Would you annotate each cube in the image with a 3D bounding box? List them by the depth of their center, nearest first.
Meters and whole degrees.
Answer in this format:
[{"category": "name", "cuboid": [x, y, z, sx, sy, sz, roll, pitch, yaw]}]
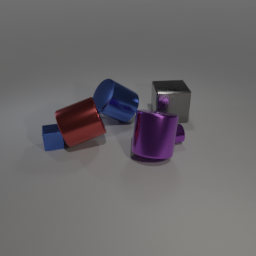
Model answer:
[{"category": "cube", "cuboid": [-2.700, 0.324, 10.126, 0.700, 0.700, 0.700, -8, 31, -13]}, {"category": "cube", "cuboid": [1.785, -1.144, 11.959, 1.400, 1.400, 1.400, -3, 29, -3]}]

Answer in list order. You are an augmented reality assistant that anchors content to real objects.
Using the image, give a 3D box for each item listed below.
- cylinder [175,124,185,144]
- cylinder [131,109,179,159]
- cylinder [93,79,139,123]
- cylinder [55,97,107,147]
[{"category": "cylinder", "cuboid": [1.627, 0.234, 10.282, 0.700, 0.700, 0.700, -9, 31, -14]}, {"category": "cylinder", "cuboid": [0.885, 0.173, 9.304, 1.400, 1.400, 1.400, 7, 9, -1]}, {"category": "cylinder", "cuboid": [-0.508, -1.094, 11.395, 1.400, 1.400, 1.400, 23, 14, -36]}, {"category": "cylinder", "cuboid": [-1.649, -0.211, 9.887, 1.400, 1.400, 1.400, -22, 32, -3]}]
